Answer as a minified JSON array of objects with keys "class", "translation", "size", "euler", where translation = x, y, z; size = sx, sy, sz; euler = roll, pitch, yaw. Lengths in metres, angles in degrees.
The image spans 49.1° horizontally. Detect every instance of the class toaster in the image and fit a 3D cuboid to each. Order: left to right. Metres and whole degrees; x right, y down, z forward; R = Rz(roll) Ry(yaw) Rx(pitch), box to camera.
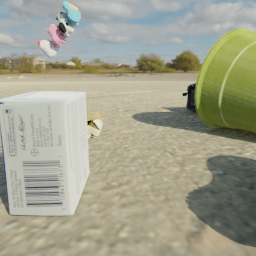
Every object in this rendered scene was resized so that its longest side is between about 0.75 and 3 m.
[{"class":"toaster","translation":[3.396,-1.199,11.452],"size":[1.468,1.291,2.273],"euler":[0,7,-19]}]

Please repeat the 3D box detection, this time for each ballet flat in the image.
[{"class":"ballet flat","translation":[-1.127,0.050,7.245],"size":[0.667,0.720,2.044],"euler":[34,29,22]}]

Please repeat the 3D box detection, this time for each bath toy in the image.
[{"class":"bath toy","translation":[-1.155,-1.578,4.583],"size":[0.360,0.973,0.423],"euler":[29,40,-27]}]

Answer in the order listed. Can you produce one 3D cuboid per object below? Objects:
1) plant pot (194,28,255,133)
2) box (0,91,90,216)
[{"class":"plant pot","translation":[3.758,-0.857,7.207],"size":[2.930,2.930,2.782],"euler":[-8,27,-34]},{"class":"box","translation":[-1.071,0.227,3.997],"size":[0.820,1.438,1.563],"euler":[-1,11,0]}]
